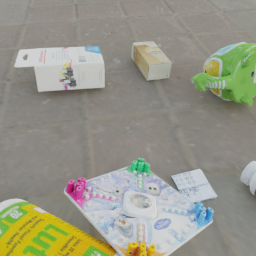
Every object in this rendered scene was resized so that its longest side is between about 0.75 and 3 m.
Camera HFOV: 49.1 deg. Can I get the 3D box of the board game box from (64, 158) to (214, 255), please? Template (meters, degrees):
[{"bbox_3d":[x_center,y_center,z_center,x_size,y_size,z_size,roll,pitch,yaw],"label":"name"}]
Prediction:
[{"bbox_3d":[0.217,1.241,4.744,1.898,0.246,1.899,-12,35,-43],"label":"board game box"}]

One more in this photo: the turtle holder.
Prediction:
[{"bbox_3d":[3.048,-1.520,8.337,2.293,1.742,1.628,-49,41,-14],"label":"turtle holder"}]

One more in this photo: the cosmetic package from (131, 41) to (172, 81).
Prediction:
[{"bbox_3d":[0.791,-2.399,9.869,0.895,0.604,1.701,-10,43,-17],"label":"cosmetic package"}]

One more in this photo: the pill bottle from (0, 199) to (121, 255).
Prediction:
[{"bbox_3d":[-0.866,2.309,3.985,2.878,1.598,1.598,21,47,15],"label":"pill bottle"}]

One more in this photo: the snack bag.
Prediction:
[{"bbox_3d":[1.473,1.307,6.278,0.772,0.088,0.819,-10,43,-12],"label":"snack bag"}]

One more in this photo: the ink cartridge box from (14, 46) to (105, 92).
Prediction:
[{"bbox_3d":[-2.123,-1.915,8.959,2.591,0.879,1.492,-5,36,-10],"label":"ink cartridge box"}]

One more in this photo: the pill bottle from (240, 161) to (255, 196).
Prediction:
[{"bbox_3d":[3.055,1.258,5.824,0.723,0.723,1.288,-26,43,-26],"label":"pill bottle"}]
